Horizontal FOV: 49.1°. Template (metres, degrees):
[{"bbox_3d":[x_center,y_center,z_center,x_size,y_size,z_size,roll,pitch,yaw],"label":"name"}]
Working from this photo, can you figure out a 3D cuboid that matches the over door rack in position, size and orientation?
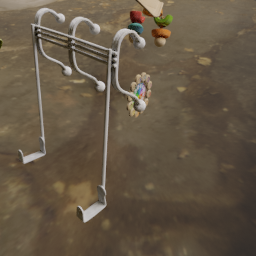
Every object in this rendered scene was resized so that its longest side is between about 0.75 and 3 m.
[{"bbox_3d":[-0.776,-0.288,4.325,1.958,2.650,0.883,29,25,37],"label":"over door rack"}]

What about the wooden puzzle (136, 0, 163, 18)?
[{"bbox_3d":[0.335,-2.560,5.558,0.772,0.144,0.714,34,44,-17],"label":"wooden puzzle"}]

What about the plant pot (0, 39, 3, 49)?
[{"bbox_3d":[-3.743,-2.047,6.784,0.898,0.977,0.977,38,39,-14],"label":"plant pot"}]

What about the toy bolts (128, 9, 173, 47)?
[{"bbox_3d":[0.587,-3.247,9.083,1.421,0.986,1.358,10,4,24],"label":"toy bolts"}]

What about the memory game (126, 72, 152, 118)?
[{"bbox_3d":[0.274,-0.743,6.426,0.068,1.073,1.073,19,43,27],"label":"memory game"}]
